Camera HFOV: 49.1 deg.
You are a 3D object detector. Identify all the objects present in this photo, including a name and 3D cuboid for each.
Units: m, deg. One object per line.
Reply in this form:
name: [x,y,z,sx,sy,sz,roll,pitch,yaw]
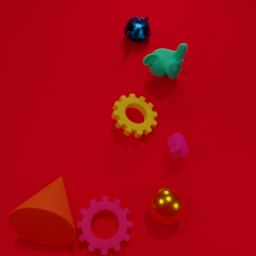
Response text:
teapot: [1.389,0.539,8.067,0.601,1.227,0.763,-21,91,12]
gear: [0.212,-0.393,8.711,1.408,0.260,1.408,10,60,-17]
gear: [-0.610,2.552,7.373,1.434,0.265,1.434,1,65,-2]
cone: [-1.986,1.898,7.360,1.637,1.637,1.643,6,39,3]
teapot: [0.346,-3.691,10.412,1.035,0.815,1.665,28,53,13]
monkey head: [1.300,-2.327,9.312,1.101,1.315,1.828,34,30,20]
ball: [1.000,2.023,7.319,0.974,0.974,0.974,0,62,0]
